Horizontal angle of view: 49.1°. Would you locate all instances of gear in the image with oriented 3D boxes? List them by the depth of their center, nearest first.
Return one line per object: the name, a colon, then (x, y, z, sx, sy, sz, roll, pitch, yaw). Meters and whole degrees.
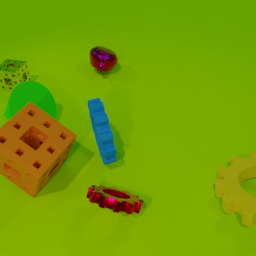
gear: (-0.272, 1.493, 5.917, 1.182, 0.219, 1.182, 15, -1, 0)
gear: (2.982, 1.294, 6.141, 2.016, 0.373, 2.016, -10, 31, 6)
gear: (-0.656, 0.087, 6.973, 0.302, 1.631, 1.631, -15, 44, -11)

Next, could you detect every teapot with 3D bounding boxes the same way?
teapot: (-0.960, -2.556, 10.571, 1.105, 0.870, 1.776, 17, 28, -12)

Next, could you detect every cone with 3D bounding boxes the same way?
cone: (-3.247, -0.479, 8.307, 1.580, 1.574, 1.574, -6, 34, 36)

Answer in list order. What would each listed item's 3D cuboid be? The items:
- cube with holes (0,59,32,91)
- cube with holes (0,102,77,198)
cube with holes: (-3.975, -1.826, 9.779, 0.799, 0.799, 0.799, 8, 42, 9)
cube with holes: (-2.187, 0.519, 6.384, 1.299, 1.299, 1.299, 35, 52, 0)
